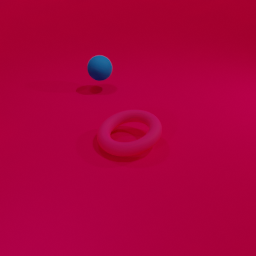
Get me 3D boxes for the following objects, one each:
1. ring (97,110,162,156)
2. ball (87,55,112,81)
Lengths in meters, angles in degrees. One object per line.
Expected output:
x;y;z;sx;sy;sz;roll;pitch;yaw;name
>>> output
0.033;0.094;7.632;1.784;0.357;1.784;-8;38;6;ring
-1.048;-2.216;10.393;0.932;0.932;0.932;0;32;0;ball
